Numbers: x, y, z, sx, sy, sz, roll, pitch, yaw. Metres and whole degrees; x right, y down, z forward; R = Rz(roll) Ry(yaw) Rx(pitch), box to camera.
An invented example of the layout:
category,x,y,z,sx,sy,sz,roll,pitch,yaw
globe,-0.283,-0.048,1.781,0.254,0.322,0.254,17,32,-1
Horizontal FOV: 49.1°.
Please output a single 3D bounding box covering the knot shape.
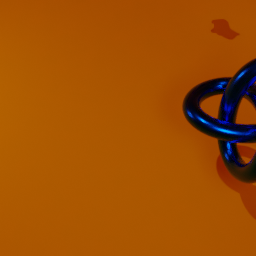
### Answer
category,x,y,z,sx,sy,sz,roll,pitch,yaw
knot shape,1.878,-0.071,4.444,2.006,0.927,1.877,-6,78,38
